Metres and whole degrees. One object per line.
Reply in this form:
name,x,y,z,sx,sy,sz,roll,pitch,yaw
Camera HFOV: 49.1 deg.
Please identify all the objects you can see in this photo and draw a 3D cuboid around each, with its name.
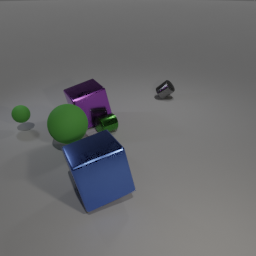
cube,-0.814,1.099,7.600,1.400,1.400,1.400,-22,26,-15
ball,-4.197,-0.549,10.985,0.700,0.700,0.700,0,28,0
cylinder,-0.853,-0.169,11.112,0.700,0.700,0.700,-20,34,-32
cube,-1.660,-1.014,11.656,1.400,1.400,1.400,-25,34,-16
ball,-2.104,-0.143,9.789,1.400,1.400,1.400,0,28,0
cylinder,1.875,-1.938,14.100,0.700,0.700,0.700,-34,10,33
